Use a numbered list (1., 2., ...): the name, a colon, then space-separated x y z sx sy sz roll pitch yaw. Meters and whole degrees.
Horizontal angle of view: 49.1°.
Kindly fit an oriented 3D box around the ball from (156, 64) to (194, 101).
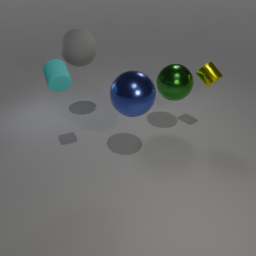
1. ball: 1.784 -1.738 10.696 1.400 1.400 1.400 0 30 0

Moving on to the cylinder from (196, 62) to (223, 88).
1. cylinder: 3.017 -1.962 10.365 0.700 0.700 0.700 -26 77 -37

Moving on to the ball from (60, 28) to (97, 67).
1. ball: -1.884 -3.052 10.672 1.400 1.400 1.400 0 30 0

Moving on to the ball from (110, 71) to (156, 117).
1. ball: 0.146 -1.031 8.509 1.400 1.400 1.400 0 30 0

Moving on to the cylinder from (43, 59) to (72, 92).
1. cylinder: -2.099 -1.545 8.283 0.700 0.700 0.700 -13 58 -21
